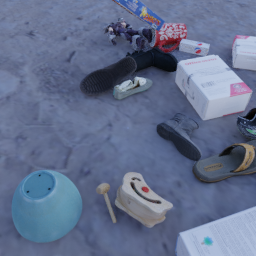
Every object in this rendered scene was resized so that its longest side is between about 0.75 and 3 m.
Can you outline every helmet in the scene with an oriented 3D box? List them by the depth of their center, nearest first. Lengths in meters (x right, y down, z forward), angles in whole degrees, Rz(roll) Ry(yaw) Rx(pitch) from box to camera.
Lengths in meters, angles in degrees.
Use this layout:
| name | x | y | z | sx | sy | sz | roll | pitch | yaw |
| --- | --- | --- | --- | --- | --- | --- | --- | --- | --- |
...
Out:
| name | x | y | z | sx | sy | sz | roll | pitch | yaw |
| --- | --- | --- | --- | --- | --- | --- | --- | --- | --- |
| helmet | 4.418 | -0.125 | 9.804 | 1.080 | 1.132 | 1.132 | -39 | 49 | 12 |

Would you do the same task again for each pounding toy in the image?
| name | x | y | z | sx | sy | sz | roll | pitch | yaw |
| --- | --- | --- | --- | --- | --- | --- | --- | --- | --- |
| pounding toy | 0.145 | 2.108 | 8.059 | 2.028 | 1.163 | 1.160 | 31 | 25 | 15 |

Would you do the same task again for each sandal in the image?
| name | x | y | z | sx | sy | sz | roll | pitch | yaw |
| --- | --- | --- | --- | --- | --- | --- | --- | --- | --- |
| sandal | 3.402 | 0.917 | 8.950 | 2.838 | 0.775 | 1.160 | -13 | 41 | -9 |

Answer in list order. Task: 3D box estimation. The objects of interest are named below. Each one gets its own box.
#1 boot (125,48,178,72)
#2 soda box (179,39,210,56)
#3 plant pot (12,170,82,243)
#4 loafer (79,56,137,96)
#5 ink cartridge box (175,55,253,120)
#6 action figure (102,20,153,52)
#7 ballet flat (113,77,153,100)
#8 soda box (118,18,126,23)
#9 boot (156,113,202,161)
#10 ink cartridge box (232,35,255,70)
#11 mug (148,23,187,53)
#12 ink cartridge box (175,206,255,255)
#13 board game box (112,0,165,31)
| name | x | y | z | sx | sy | sz | roll | pitch | yaw |
| --- | --- | --- | --- | --- | --- | --- | --- | --- | --- |
| boot | 0.985 | -2.973 | 12.750 | 1.791 | 0.809 | 2.185 | -20 | 42 | -21 |
| soda box | 3.303 | -4.019 | 13.981 | 1.406 | 0.479 | 0.448 | 17 | 48 | 16 |
| plant pot | -2.298 | 1.913 | 7.688 | 1.949 | 1.313 | 1.949 | 0 | 46 | 0 |
| loafer | -0.856 | -2.132 | 12.022 | 2.672 | 0.976 | 0.949 | -28 | 8 | -18 |
| ink cartridge box | 3.338 | -1.709 | 11.325 | 1.914 | 1.081 | 2.612 | -13 | 47 | -12 |
| action figure | -0.140 | -4.861 | 14.532 | 2.810 | 0.975 | 1.828 | 31 | 60 | 31 |
| ballet flat | 0.257 | -1.785 | 11.724 | 1.975 | 0.629 | 0.666 | -27 | 52 | -24 |
| soda box | -0.325 | -6.044 | 16.092 | 0.286 | 0.256 | 0.807 | -15 | 48 | -14 |
| boot | 2.088 | 0.191 | 9.830 | 1.297 | 0.687 | 1.970 | -27 | 56 | -31 |
| ink cartridge box | 5.749 | -3.604 | 13.368 | 1.373 | 0.776 | 1.875 | 10 | 47 | 10 |
| mug | 2.038 | -4.628 | 14.364 | 1.756 | 1.559 | 1.172 | -9 | 8 | -14 |
| ink cartridge box | 2.861 | 3.140 | 6.628 | 2.893 | 1.104 | 1.974 | -15 | 48 | -12 |
| board game box | -0.004 | -4.805 | 10.757 | 1.942 | 0.494 | 2.868 | 44 | 21 | 28 |
